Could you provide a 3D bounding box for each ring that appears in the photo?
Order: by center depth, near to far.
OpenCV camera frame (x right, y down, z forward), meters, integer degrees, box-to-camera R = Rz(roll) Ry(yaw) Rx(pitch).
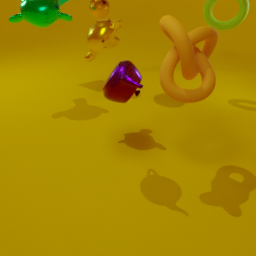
[{"bbox_3d":[3.039,-3.684,8.724,1.349,1.349,0.270,7,49,10],"label":"ring"}]

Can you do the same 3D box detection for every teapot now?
[{"bbox_3d":[-0.055,-0.874,5.592,0.701,0.890,1.431,32,-4,-13],"label":"teapot"}]

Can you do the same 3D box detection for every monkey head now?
[{"bbox_3d":[-0.568,-2.251,7.152,0.972,1.351,0.814,28,31,-37],"label":"monkey head"},{"bbox_3d":[-2.632,-3.514,8.512,1.837,1.107,1.321,-6,-7,-10],"label":"monkey head"}]

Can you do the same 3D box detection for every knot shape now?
[{"bbox_3d":[1.117,-1.467,5.415,0.789,1.599,1.708,-5,47,44],"label":"knot shape"}]

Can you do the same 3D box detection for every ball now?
[{"bbox_3d":[-0.965,-4.058,9.469,0.706,0.706,0.706,0,33,0],"label":"ball"}]

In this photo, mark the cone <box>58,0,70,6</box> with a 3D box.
[{"bbox_3d":[-2.638,-4.587,10.089,1.024,1.028,1.024,34,15,-11],"label":"cone"}]
